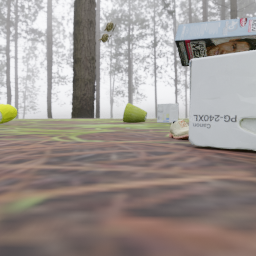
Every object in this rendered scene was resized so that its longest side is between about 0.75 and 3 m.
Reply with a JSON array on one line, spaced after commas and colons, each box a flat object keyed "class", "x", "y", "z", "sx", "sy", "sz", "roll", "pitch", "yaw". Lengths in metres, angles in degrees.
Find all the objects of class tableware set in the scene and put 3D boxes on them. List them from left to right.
[{"class": "tableware set", "x": -0.918, "y": -4.100, "z": 11.973, "sx": 0.189, "sy": 0.944, "sz": 0.624, "roll": 41, "pitch": 32, "yaw": 19}]

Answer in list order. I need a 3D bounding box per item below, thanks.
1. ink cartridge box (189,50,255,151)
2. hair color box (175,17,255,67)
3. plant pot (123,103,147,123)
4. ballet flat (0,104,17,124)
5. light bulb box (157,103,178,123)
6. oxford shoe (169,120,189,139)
[{"class": "ink cartridge box", "x": 2.046, "y": -0.304, "z": 3.403, "sx": 1.736, "sy": 0.997, "sz": 2.391, "roll": 2, "pitch": 3, "yaw": 40}, {"class": "hair color box", "x": 3.226, "y": -2.989, "z": 9.958, "sx": 2.807, "sy": 0.851, "sz": 1.390, "roll": 3, "pitch": -29, "yaw": 25}, {"class": "plant pot", "x": 0.415, "y": -0.695, "z": 14.789, "sx": 1.123, "sy": 1.050, "sz": 1.050, "roll": 14, "pitch": 5, "yaw": 11}, {"class": "ballet flat", "x": -5.467, "y": -0.400, "z": 10.483, "sx": 2.471, "sy": 0.826, "sz": 0.828, "roll": -3, "pitch": 24, "yaw": -2}, {"class": "light bulb box", "x": 2.022, "y": -0.748, "z": 14.303, "sx": 0.615, "sy": 0.985, "sz": 0.977, "roll": 0, "pitch": 2, "yaw": -35}, {"class": "oxford shoe", "x": 0.823, "y": 0.017, "z": 4.353, "sx": 0.278, "sy": 0.290, "sz": 0.786, "roll": -1, "pitch": 2, "yaw": -15}]
